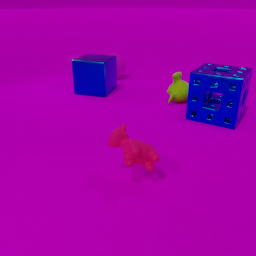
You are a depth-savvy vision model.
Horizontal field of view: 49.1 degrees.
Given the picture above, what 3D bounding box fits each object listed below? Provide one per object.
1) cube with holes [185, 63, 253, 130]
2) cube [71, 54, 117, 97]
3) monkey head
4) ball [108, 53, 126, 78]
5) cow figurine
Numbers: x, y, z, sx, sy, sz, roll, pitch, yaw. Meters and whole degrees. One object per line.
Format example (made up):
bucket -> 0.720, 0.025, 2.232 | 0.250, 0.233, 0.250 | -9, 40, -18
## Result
cube with holes -> 2.587, -0.970, 7.974 | 1.375, 1.375, 1.375 | 14, 29, 28
cube -> -1.178, -1.935, 10.181 | 1.238, 1.238, 1.238 | 8, 26, 16
monkey head -> 1.735, -1.312, 9.173 | 1.252, 0.901, 0.755 | -25, 49, -13
ball -> -0.592, -2.630, 11.850 | 1.054, 1.054, 1.054 | 0, 25, 0
cow figurine -> 0.096, 0.357, 5.282 | 0.937, 0.514, 0.922 | 17, 25, -19
